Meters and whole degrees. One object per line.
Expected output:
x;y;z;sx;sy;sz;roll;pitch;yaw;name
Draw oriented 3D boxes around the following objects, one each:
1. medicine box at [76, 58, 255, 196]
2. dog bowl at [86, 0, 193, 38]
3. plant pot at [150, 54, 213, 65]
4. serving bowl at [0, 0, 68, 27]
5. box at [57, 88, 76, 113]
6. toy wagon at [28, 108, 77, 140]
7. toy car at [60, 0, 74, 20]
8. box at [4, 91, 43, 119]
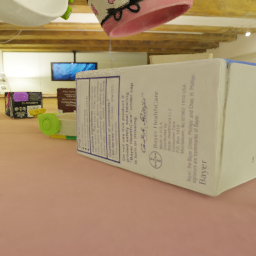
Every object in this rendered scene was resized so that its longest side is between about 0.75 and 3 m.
0.862;-0.203;4.190;2.350;1.328;2.580;-7;11;-41;medicine box
0.404;-3.181;7.131;2.755;1.016;2.755;-17;8;3;dog bowl
2.780;-2.338;14.485;2.907;2.574;2.904;1;8;14;plant pot
-2.238;-2.728;4.476;0.885;2.691;2.691;-28;-4;24;serving bowl
-1.425;-0.636;8.061;0.877;1.057;0.868;5;10;36;box
-1.065;-0.152;6.558;2.815;0.557;2.184;3;8;23;toy wagon
-2.389;-3.527;7.869;1.260;1.211;1.534;28;49;-6;toy car
-3.801;-0.870;10.138;1.051;0.912;1.720;-5;10;-30;box
